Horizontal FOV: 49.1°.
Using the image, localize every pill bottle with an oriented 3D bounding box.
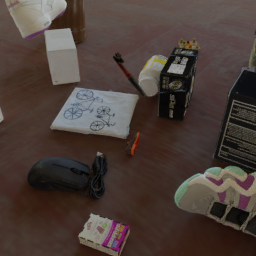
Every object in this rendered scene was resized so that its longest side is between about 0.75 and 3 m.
[{"bbox_3d":[0.912,-1.811,9.795,0.934,0.934,1.668,12,41,14],"label":"pill bottle"}]

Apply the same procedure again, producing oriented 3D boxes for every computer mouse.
[{"bbox_3d":[-1.474,1.020,6.686,1.914,0.505,1.326,1,40,1],"label":"computer mouse"}]

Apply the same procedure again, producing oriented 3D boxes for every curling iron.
[{"bbox_3d":[0.020,-1.003,5.328,0.134,0.260,1.047,-33,86,-7],"label":"curling iron"}]

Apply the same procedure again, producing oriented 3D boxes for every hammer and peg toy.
[{"bbox_3d":[2.732,-3.781,12.610,0.864,0.414,1.174,-2,39,-2],"label":"hammer and peg toy"}]

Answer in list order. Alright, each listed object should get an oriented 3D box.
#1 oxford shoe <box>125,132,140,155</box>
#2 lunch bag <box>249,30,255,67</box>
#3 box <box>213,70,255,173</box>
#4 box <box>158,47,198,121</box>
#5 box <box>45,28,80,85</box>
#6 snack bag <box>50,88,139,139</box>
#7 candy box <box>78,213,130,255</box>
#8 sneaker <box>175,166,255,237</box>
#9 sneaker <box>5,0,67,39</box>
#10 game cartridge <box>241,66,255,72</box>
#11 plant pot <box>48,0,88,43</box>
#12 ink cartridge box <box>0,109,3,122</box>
[{"bbox_3d":[0.128,0.389,7.644,0.294,0.288,0.810,6,39,16],"label":"oxford shoe"},{"bbox_3d":[5.782,-3.003,10.558,2.149,1.802,1.497,15,42,18],"label":"lunch bag"},{"bbox_3d":[3.379,0.000,6.669,2.107,2.090,1.298,21,44,24],"label":"box"},{"bbox_3d":[1.592,-1.418,8.827,0.817,1.554,1.898,12,40,16],"label":"box"},{"bbox_3d":[-2.513,-2.764,10.654,1.029,1.313,2.110,-10,40,-11],"label":"box"},{"bbox_3d":[-0.924,-0.530,8.784,2.358,0.252,2.223,7,40,9],"label":"snack bag"},{"bbox_3d":[-0.465,2.109,5.549,0.855,0.261,0.583,14,41,17],"label":"candy box"},{"bbox_3d":[2.501,1.795,5.219,2.996,1.164,2.095,-3,39,-3],"label":"sneaker"},{"bbox_3d":[-2.619,-3.682,8.149,1.014,1.349,2.708,-19,35,19],"label":"sneaker"},{"bbox_3d":[5.152,-1.612,9.635,2.482,0.476,1.609,7,35,25],"label":"game cartridge"},{"bbox_3d":[-2.817,-5.271,13.026,1.967,1.947,1.967,6,38,-5],"label":"plant pot"},{"bbox_3d":[-4.671,-0.318,7.034,1.218,2.110,2.889,12,41,10],"label":"ink cartridge box"}]
